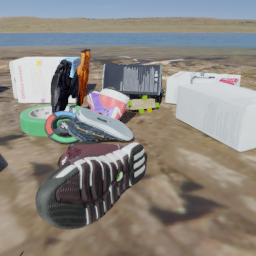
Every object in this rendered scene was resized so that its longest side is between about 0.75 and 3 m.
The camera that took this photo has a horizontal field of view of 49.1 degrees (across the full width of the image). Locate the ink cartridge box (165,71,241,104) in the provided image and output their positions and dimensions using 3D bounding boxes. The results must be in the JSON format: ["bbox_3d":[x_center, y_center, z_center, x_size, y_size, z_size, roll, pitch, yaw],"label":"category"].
[{"bbox_3d":[2.732,-1.426,10.229,2.352,0.981,1.708,10,22,25],"label":"ink cartridge box"}]

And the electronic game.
[{"bbox_3d":[-1.539,-0.025,6.889,0.993,0.207,0.993,10,52,-13],"label":"electronic game"}]

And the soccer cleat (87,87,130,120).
[{"bbox_3d":[-0.766,-0.574,8.220,0.891,0.956,2.612,23,-6,-21],"label":"soccer cleat"}]

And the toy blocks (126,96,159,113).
[{"bbox_3d":[0.360,-0.804,9.371,1.113,0.556,0.761,-7,10,-22],"label":"toy blocks"}]

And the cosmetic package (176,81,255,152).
[{"bbox_3d":[2.621,-0.464,7.451,1.537,1.105,2.723,-7,20,-20],"label":"cosmetic package"}]

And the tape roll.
[{"bbox_3d":[-2.089,-0.264,7.870,1.747,0.420,1.747,1,20,0],"label":"tape roll"}]

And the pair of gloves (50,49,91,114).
[{"bbox_3d":[-1.619,-1.151,7.966,0.270,1.946,2.184,17,28,10],"label":"pair of gloves"}]

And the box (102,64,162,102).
[{"bbox_3d":[0.197,-1.537,9.812,1.956,1.020,1.447,4,-4,7],"label":"box"}]

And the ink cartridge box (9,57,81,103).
[{"bbox_3d":[-3.077,-1.862,10.582,2.418,1.554,1.514,1,19,0],"label":"ink cartridge box"}]

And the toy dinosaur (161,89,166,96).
[{"bbox_3d":[1.136,-1.402,11.058,1.044,0.402,0.534,-3,13,-15],"label":"toy dinosaur"}]

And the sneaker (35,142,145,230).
[{"bbox_3d":[-0.829,0.767,4.565,1.424,0.933,2.465,6,10,30],"label":"sneaker"}]

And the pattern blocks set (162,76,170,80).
[{"bbox_3d":[2.126,-2.708,15.098,1.213,0.098,1.066,-2,20,-6],"label":"pattern blocks set"}]

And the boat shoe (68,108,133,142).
[{"bbox_3d":[-0.622,0.079,6.430,1.440,0.654,0.509,24,32,-25],"label":"boat shoe"}]
